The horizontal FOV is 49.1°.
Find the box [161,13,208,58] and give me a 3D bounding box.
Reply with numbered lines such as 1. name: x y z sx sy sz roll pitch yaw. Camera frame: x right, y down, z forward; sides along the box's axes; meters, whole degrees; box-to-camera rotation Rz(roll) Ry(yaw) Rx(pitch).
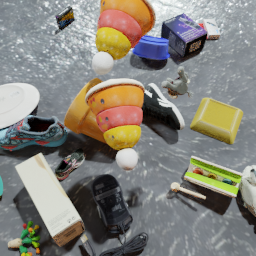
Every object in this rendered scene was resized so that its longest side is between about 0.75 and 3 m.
1. box: 2.667 -4.496 13.547 1.376 0.970 1.860 -30 62 -17

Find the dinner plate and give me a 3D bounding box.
1. dinner plate: -5.053 -1.037 11.260 2.931 0.355 2.931 -4 44 4

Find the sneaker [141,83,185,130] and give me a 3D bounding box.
1. sneaker: 0.983 -0.602 11.090 1.444 0.943 2.580 -26 52 -12

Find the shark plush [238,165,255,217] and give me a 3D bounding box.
1. shark plush: 4.391 2.318 9.198 0.999 1.089 2.397 10 46 -31

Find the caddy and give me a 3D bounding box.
1. caddy: 1.089 -3.648 13.043 1.769 0.929 1.251 12 35 7

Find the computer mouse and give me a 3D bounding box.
1. computer mouse: -0.732 2.920 8.923 1.858 0.609 2.646 -25 69 -17

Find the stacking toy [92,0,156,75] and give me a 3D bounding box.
1. stacking toy: -0.418 -2.965 9.168 2.041 2.041 2.793 18 69 12

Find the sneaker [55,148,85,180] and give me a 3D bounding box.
1. sneaker: -2.058 1.227 9.994 0.556 0.597 1.383 29 61 16

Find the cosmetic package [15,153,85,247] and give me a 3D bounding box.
1. cosmetic package: -2.455 2.241 8.875 0.935 1.384 2.631 -30 63 -20

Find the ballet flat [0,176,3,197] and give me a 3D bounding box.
1. ballet flat: -4.958 1.536 9.775 0.767 0.764 2.288 -29 63 6

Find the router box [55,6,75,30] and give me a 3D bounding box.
1. router box: -3.233 -5.666 14.437 0.267 0.781 1.047 30 62 19

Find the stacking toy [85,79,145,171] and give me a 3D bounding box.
1. stacking toy: -0.157 -0.007 7.479 1.681 1.681 2.301 -11 73 -7

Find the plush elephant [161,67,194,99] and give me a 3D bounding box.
1. plush elephant: 1.301 -1.137 7.446 0.887 0.686 0.730 40 90 -21

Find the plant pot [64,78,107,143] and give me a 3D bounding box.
1. plant pot: -0.908 -0.411 10.329 1.977 2.159 2.159 34 62 3

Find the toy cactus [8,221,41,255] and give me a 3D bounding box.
1. toy cactus: -3.189 3.499 8.578 0.991 0.614 1.200 -14 66 2

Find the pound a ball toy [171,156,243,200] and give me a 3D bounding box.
1. pound a ball toy: 2.633 1.854 9.501 2.047 0.869 1.334 18 79 20

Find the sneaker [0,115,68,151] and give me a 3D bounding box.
1. sneaker: -3.773 -0.017 10.335 2.902 1.386 1.151 -5 57 -3

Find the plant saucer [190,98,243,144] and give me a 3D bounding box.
1. plant saucer: 3.609 -0.426 11.192 1.764 0.427 1.763 22 59 14

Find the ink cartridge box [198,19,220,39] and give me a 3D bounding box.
1. ink cartridge box: 4.004 -5.065 14.341 1.123 0.285 1.275 -3 56 -3
